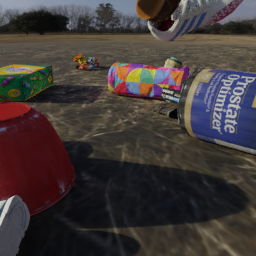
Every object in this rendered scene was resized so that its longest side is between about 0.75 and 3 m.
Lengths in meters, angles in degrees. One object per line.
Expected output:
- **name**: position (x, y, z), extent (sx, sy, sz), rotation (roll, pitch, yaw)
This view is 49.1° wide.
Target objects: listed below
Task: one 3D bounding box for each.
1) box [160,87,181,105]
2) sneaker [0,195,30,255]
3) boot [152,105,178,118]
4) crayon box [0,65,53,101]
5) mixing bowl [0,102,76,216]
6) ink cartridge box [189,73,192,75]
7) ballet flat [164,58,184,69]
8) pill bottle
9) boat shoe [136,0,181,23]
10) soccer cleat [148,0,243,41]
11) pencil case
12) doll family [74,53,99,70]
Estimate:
- **box**: position (1.950, -0.758, 7.996), extent (1.643, 0.378, 1.306), rotation (6, 14, -33)
- **sneaker**: position (-1.534, 1.310, 2.918), extent (0.571, 0.542, 1.419), rotation (-15, 20, 9)
- **boot**: position (1.216, -0.548, 8.153), extent (0.834, 0.289, 0.726), rotation (-14, 24, -30)
- **crayon box**: position (-4.199, -1.809, 10.713), extent (1.748, 0.857, 2.943), rotation (2, 20, 4)
- **mixing bowl**: position (-2.040, 0.319, 4.431), extent (2.308, 1.250, 2.308), rotation (0, 19, 0)
- **ink cartridge box**: position (3.112, -2.379, 13.084), extent (1.062, 0.315, 0.551), rotation (-4, 21, -11)
- **ballet flat**: position (2.037, -2.639, 12.818), extent (1.013, 1.013, 2.866), rotation (4, 11, 10)
- **pill bottle**: position (2.543, -0.272, 5.500), extent (2.818, 1.576, 1.576), rotation (16, 26, 40)
- **boat shoe**: position (0.967, -3.114, 5.357), extent (0.804, 2.287, 0.805), rotation (-13, 56, -49)
- **soccer cleat**: position (1.928, -3.430, 8.033), extent (2.984, 1.042, 1.288), rotation (-24, -14, 30)
- **pencil case**: position (0.704, -1.682, 9.903), extent (2.939, 1.299, 1.299), rotation (12, 23, 24)
- **doll family**: position (-2.539, -4.050, 16.709), extent (1.299, 0.943, 2.092), rotation (2, 20, 5)
